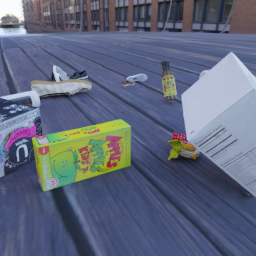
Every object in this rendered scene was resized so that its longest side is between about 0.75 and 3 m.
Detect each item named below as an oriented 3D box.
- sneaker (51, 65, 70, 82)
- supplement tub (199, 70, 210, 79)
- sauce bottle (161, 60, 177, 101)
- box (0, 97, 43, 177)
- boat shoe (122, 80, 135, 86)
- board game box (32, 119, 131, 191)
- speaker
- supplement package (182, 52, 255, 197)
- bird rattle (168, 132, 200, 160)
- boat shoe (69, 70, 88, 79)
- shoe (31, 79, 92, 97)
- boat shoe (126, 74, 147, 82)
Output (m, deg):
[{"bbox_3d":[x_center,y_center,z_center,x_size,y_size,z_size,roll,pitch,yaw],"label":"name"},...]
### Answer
[{"bbox_3d":[-3.817,-2.862,15.747,0.936,0.873,2.362,1,28,-21],"label":"sneaker"},{"bbox_3d":[4.601,-2.679,15.053,1.274,0.922,0.922,-10,26,-22],"label":"supplement tub"},{"bbox_3d":[1.790,-2.114,12.515,0.573,1.770,0.573,-11,2,0],"label":"sauce bottle"},{"bbox_3d":[-3.793,0.384,7.374,1.743,1.513,2.637,15,29,27],"label":"box"},{"bbox_3d":[0.036,-2.500,15.425,0.833,0.300,0.300,-15,28,-30],"label":"boat shoe"},{"bbox_3d":[-1.094,0.636,7.150,2.394,1.216,0.570,-13,27,-27],"label":"board game box"},{"bbox_3d":[-4.604,-0.978,11.382,1.919,0.779,0.779,-20,31,-39],"label":"speaker"},{"bbox_3d":[2.723,-0.135,6.637,2.309,1.698,2.208,38,29,-17],"label":"supplement package"},{"bbox_3d":[1.639,0.616,8.285,0.978,0.676,1.200,21,16,17],"label":"bird rattle"},{"bbox_3d":[-3.016,-3.147,16.671,1.446,0.479,0.540,-20,31,-38],"label":"boat shoe"},{"bbox_3d":[-3.192,-1.864,13.611,2.882,0.769,1.008,-3,-8,-16],"label":"shoe"},{"bbox_3d":[0.471,-2.888,16.216,1.269,0.444,0.420,-15,29,-15],"label":"boat shoe"}]
